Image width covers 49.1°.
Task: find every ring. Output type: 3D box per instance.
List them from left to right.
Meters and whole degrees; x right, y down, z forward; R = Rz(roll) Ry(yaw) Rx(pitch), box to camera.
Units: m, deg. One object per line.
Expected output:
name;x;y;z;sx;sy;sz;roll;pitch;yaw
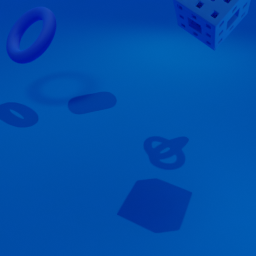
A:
ring;-2.656;-2.540;7.646;1.715;0.343;1.715;-11;66;26

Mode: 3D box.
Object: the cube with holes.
cube with holes;1.420;-2.065;4.737;0.876;0.876;0.876;42;94;18
